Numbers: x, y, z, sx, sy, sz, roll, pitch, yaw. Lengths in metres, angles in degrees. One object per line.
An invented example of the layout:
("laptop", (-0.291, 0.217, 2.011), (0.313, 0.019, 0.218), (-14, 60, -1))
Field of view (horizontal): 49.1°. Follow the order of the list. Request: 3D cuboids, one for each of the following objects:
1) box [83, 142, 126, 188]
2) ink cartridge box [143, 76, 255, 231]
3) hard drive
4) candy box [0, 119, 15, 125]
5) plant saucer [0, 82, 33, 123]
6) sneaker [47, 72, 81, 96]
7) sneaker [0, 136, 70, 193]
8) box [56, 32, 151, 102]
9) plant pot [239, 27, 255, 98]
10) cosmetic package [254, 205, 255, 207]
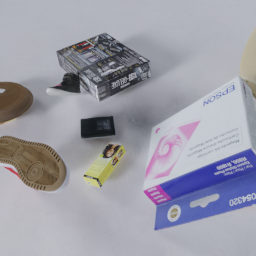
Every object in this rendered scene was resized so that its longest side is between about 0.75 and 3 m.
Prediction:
("box", (-0.607, 0.952, 7.484), (0.497, 0.331, 1.320), (6, 45, 34))
("ink cartridge box", (1.572, 0.589, 6.456), (0.638, 2.893, 2.947), (36, 43, -24))
("hard drive", (-0.931, -0.031, 8.568), (1.030, 0.169, 0.719), (-5, 49, -5))
("candy box", (-3.964, -0.317, 8.594), (0.835, 0.482, 0.231), (-19, 63, -16))
("plant saucer", (-4.125, -0.890, 8.877), (2.134, 0.314, 2.134), (1, 40, -1))
("sneaker", (-2.054, -1.408, 8.921), (0.537, 0.754, 1.519), (-2, 3, 27))
("sneaker", (-1.978, 1.011, 6.537), (2.609, 1.467, 0.929), (17, 66, 37))
("box", (-0.904, -2.296, 10.018), (2.216, 0.699, 2.810), (-30, 52, -24))
("plant pot", (4.659, -1.842, 8.820), (1.860, 2.771, 2.771), (-49, 58, 4))
("cosmetic package", (3.143, 0.728, 6.981), (1.171, 0.823, 2.310), (9, 61, -2))
